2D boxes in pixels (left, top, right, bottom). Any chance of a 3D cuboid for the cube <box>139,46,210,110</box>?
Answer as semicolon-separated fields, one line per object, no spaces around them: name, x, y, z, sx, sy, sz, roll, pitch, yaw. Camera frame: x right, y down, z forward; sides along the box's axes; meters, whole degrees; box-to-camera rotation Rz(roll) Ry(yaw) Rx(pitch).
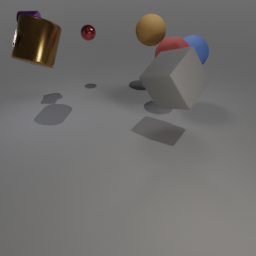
cube;1.514;-1.577;9.078;1.400;1.400;1.400;7;51;50

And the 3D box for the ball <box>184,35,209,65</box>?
ball;2.804;-3.307;12.209;1.400;1.400;1.400;0;30;0

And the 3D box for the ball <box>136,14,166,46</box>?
ball;1.048;-4.485;12.864;1.400;1.400;1.400;0;30;0

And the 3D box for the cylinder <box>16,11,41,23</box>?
cylinder;-3.600;-3.908;10.249;0.700;0.700;0.700;0;30;3

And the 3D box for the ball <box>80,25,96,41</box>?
ball;-1.823;-4.366;12.828;0.700;0.700;0.700;0;30;0

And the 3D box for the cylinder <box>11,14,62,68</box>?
cylinder;-3.075;-2.874;9.440;1.400;1.400;1.400;14;5;-1

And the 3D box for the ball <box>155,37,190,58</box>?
ball;1.735;-2.782;10.782;1.400;1.400;1.400;0;30;0
